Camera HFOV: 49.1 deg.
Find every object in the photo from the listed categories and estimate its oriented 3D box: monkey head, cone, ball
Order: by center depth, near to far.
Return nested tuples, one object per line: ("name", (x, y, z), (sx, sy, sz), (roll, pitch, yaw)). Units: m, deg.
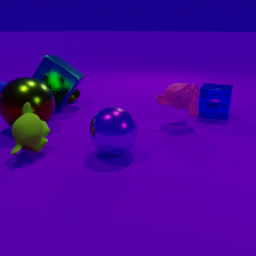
("ball", (-0.294, 0.068, 5.678), (0.984, 0.984, 0.984), (0, 21, 0))
("monkey head", (-2.088, 0.117, 5.736), (0.847, 1.178, 0.710), (-18, -35, 32))
("ball", (-2.473, -0.584, 6.880), (1.329, 1.329, 1.329), (0, 21, 0))
("monkey head", (1.409, -0.691, 7.299), (1.370, 0.986, 0.826), (-6, -8, -41))
("cone", (-2.145, -1.453, 9.452), (0.882, 0.886, 0.882), (-7, 41, 6))

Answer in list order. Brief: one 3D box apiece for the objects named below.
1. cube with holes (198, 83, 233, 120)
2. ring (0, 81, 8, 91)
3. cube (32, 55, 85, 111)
("cube with holes", (2.547, -0.793, 8.157), (0.836, 0.836, 0.836), (8, 22, 21))
("ring", (-4.336, -1.253, 9.224), (1.872, 0.374, 1.872), (3, -2, 0))
("cube", (-2.181, -1.425, 8.608), (1.169, 1.169, 1.169), (35, 13, -9))
